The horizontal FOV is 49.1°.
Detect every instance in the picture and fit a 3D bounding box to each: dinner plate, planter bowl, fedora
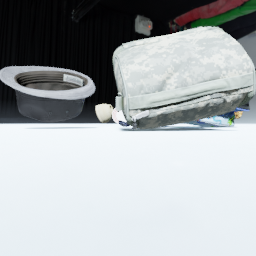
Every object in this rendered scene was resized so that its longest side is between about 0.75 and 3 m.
[{"bbox_3d":[-0.072,-0.409,8.591,0.827,0.827,0.100,0,-37,7],"label":"dinner plate"},{"bbox_3d":[-0.909,-0.655,11.741,0.559,0.831,0.831,-20,-4,14],"label":"planter bowl"},{"bbox_3d":[-1.900,-0.771,6.737,2.162,0.976,1.912,-7,32,-31],"label":"fedora"}]

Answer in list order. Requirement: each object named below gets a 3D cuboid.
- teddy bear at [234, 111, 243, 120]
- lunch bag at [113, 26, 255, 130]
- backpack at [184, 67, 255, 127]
[{"bbox_3d":[3.877,-0.444,10.576,0.379,0.824,1.136,33,-47,-14],"label":"teddy bear"},{"bbox_3d":[0.852,-0.844,5.037,2.293,1.598,1.924,-11,20,-1],"label":"lunch bag"},{"bbox_3d":[1.983,-1.096,8.411,2.469,1.983,2.698,4,12,-37],"label":"backpack"}]
